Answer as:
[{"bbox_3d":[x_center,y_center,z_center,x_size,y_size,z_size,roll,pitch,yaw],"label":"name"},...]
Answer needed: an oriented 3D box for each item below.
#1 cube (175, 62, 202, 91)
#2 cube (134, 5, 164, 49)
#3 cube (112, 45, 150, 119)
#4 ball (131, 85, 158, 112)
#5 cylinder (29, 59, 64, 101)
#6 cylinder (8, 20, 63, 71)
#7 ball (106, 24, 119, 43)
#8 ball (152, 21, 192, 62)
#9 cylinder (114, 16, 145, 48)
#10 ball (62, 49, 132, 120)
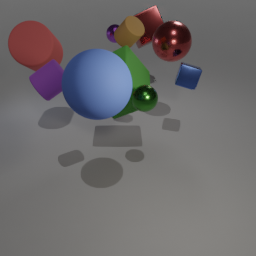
[{"bbox_3d":[2.019,-1.751,9.421,0.700,0.700,0.700,17,22,3],"label":"cube"},{"bbox_3d":[0.926,-4.920,13.792,1.400,1.400,1.400,-26,11,0],"label":"cube"},{"bbox_3d":[-0.243,-1.352,8.591,1.400,1.400,1.400,-18,55,28],"label":"cube"},{"bbox_3d":[0.429,-0.766,7.255,0.700,0.700,0.700,0,30,0],"label":"ball"},{"bbox_3d":[-1.785,-1.105,6.489,0.700,0.700,0.700,-35,35,2],"label":"cylinder"},{"bbox_3d":[-2.970,-2.602,9.193,1.400,1.400,1.400,0,2,-1],"label":"cylinder"},{"bbox_3d":[-0.508,-3.712,11.023,0.700,0.700,0.700,0,30,0],"label":"ball"},{"bbox_3d":[1.550,-3.060,9.924,1.400,1.400,1.400,0,30,0],"label":"ball"},{"bbox_3d":[0.036,-2.925,8.569,0.700,0.700,0.700,-28,-2,-39],"label":"cylinder"},{"bbox_3d":[-0.614,-0.862,5.614,1.400,1.400,1.400,0,30,0],"label":"ball"}]
